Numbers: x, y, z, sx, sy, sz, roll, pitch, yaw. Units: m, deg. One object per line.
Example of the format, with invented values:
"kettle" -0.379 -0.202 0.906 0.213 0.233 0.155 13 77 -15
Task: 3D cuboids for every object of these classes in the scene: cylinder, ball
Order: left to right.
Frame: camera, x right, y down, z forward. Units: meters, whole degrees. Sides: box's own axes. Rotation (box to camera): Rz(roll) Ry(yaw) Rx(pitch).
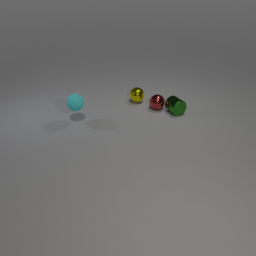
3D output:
"ball" -2.118 -1.024 11.275 0.700 0.700 0.700 0 31 0
"ball" 0.421 -1.567 13.150 0.700 0.700 0.700 0 31 0
"ball" 1.311 -1.166 12.593 0.700 0.700 0.700 0 31 0
"cylinder" 2.090 -0.983 12.277 0.700 0.700 0.700 -13 33 -21
